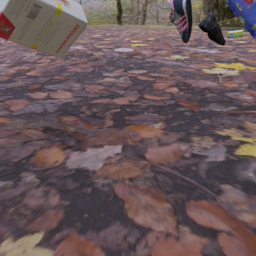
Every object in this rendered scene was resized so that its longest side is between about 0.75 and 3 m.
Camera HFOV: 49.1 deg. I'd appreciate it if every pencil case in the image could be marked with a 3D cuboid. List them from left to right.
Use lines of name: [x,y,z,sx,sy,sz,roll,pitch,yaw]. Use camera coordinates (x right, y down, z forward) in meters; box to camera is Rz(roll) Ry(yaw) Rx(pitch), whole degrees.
pencil case: [3.275,-3.414,7.740,0.862,2.210,0.960,-37,-6,6]

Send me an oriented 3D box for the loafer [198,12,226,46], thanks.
loafer: [3.069,-3.380,9.732,1.584,0.572,0.576,20,18,-51]

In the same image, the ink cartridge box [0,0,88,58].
ink cartridge box: [-2.787,-3.428,8.788,2.431,1.764,1.014,11,51,-45]

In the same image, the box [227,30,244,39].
box: [3.804,-3.321,9.913,0.521,0.215,0.888,1,24,25]

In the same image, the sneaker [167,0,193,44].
sneaker: [2.018,-4.178,10.832,0.830,2.023,0.710,13,60,23]
